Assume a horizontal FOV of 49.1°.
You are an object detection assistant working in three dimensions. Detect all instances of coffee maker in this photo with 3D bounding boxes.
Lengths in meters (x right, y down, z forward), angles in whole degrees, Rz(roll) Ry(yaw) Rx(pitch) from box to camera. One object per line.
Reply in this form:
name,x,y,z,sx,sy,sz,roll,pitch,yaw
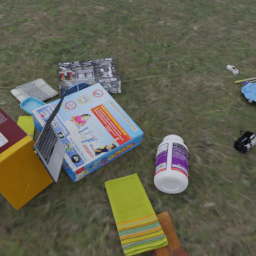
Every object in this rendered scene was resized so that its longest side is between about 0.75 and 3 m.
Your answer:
coffee maker,4.363,0.511,10.556,0.819,0.552,0.787,-29,27,-29

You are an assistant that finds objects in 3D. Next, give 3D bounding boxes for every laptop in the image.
laptop,-1.864,0.156,7.885,1.114,1.921,1.799,-19,26,7

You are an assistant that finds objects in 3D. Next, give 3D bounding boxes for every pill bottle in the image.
pill bottle,1.477,1.156,9.400,1.070,1.070,1.903,7,44,7

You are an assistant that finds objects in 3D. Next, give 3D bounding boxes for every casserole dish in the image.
casserole dish,-3.916,-0.818,11.903,1.360,0.264,0.824,29,48,7

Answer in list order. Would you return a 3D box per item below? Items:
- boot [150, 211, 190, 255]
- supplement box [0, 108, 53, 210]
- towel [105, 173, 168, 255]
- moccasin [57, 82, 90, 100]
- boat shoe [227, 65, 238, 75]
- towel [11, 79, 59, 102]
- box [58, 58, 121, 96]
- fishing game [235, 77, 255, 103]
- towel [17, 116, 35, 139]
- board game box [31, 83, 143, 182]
boot,0.614,3.268,7.440,1.945,0.707,2.066,-15,45,-15
supplement box,-3.794,0.886,8.743,1.496,2.223,2.253,-39,56,-24
towel,0.133,2.404,8.321,1.199,0.252,2.786,-10,34,-12
moccasin,-2.435,-0.917,11.747,0.889,1.049,2.606,25,60,41
boat shoe,5.417,-3.076,14.457,0.283,0.279,0.798,-13,45,-13
towel,-4.346,-1.672,12.957,1.683,0.302,1.748,-31,51,-29
box,-1.878,-2.427,13.448,2.816,0.701,2.221,-8,44,-9
fishing game,6.262,-1.504,12.707,2.139,0.464,2.987,-16,38,-17
towel,-4.115,0.090,11.230,0.714,0.150,1.659,-2,42,-10
board game box,-1.493,0.011,10.317,2.904,0.829,2.966,-27,63,-27
